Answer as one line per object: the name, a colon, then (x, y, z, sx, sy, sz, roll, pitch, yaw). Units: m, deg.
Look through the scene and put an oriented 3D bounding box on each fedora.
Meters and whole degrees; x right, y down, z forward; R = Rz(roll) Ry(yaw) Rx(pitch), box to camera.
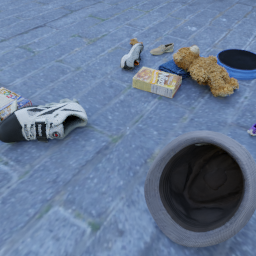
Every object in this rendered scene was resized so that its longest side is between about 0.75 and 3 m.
fedora: (1.846, 1.360, 6.730, 1.252, 2.773, 2.453, 2, 41, -52)

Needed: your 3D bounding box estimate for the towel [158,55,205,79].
towel: (2.512, -2.810, 12.470, 2.226, 0.540, 1.243, -28, 48, -27)

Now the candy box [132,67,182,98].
candy box: (1.191, -1.886, 11.465, 1.773, 0.490, 1.023, 19, 47, 20)

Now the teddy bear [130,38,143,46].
teddy bear: (0.415, -4.328, 14.333, 0.714, 0.329, 0.985, 6, 42, 4)

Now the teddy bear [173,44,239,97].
teddy bear: (3.199, -2.377, 11.274, 2.129, 0.981, 2.937, -19, 61, -30)

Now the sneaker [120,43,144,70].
sneaker: (0.322, -3.251, 12.953, 0.738, 0.688, 1.862, 25, 53, 12)

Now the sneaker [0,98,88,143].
sneaker: (-2.670, -0.101, 9.039, 2.902, 1.075, 1.284, -23, 44, -23)

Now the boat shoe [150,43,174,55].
boat shoe: (1.684, -3.923, 13.805, 1.282, 0.416, 0.462, -15, 44, -16)

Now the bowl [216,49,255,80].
bowl: (5.037, -2.942, 12.698, 2.237, 0.439, 2.237, 0, 42, 0)

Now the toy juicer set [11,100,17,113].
toy juicer set: (-4.640, -0.117, 9.128, 2.429, 0.661, 1.545, -28, 52, -16)

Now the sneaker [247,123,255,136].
sneaker: (4.436, -0.027, 9.448, 0.908, 0.379, 0.366, -23, 53, -34)

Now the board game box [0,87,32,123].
board game box: (-4.598, -0.845, 10.386, 1.659, 0.384, 1.257, 25, 48, 25)
